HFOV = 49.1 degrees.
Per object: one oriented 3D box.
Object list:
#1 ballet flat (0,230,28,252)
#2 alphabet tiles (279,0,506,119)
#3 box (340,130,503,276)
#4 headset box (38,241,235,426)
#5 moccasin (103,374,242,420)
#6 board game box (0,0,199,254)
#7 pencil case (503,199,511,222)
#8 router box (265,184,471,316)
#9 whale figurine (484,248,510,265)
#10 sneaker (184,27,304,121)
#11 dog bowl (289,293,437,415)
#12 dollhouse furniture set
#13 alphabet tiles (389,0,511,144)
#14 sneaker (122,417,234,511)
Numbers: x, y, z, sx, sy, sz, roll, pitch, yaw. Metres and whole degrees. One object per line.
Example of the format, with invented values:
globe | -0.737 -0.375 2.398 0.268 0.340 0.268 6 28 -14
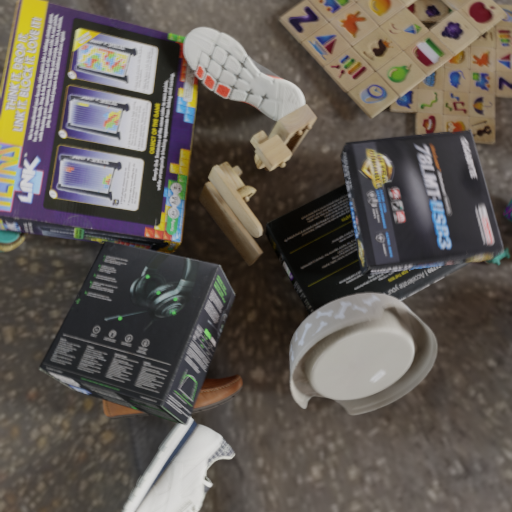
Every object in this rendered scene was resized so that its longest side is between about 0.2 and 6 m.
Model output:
ballet flat | -3.955 -1.308 9.316 0.918 0.918 2.597 8 76 2
alphabet tiles | 2.076 -4.844 10.363 3.233 0.146 3.867 -38 78 -6
box | 2.490 -0.838 8.615 2.064 0.517 2.080 -6 74 -2
headset box | -1.625 1.008 8.247 1.999 1.065 2.296 10 63 19
moccasin | -1.300 2.005 8.685 2.155 0.788 0.832 -6 86 8
board game box | -2.516 -1.993 8.975 2.928 1.004 3.542 9 77 -16
pencil case | 4.808 -0.515 9.242 1.396 0.645 0.594 37 82 8
router box | 1.845 -0.192 9.127 2.801 0.715 2.089 -27 79 -6
whale figurine | 4.017 -0.030 9.342 0.461 0.239 0.367 -5 78 -1
sneaker | -0.246 -2.993 9.457 2.227 0.912 0.858 31 106 -19
dog bowl | 1.478 1.437 8.173 2.185 2.185 0.641 -14 42 -3
dollhouse furniture set | 0.322 -1.089 9.010 1.761 1.675 1.435 -35 85 -22
alphabet tiles | 3.610 -3.376 10.140 2.326 0.105 2.783 5 78 1
sneaker | -1.348 3.639 8.259 0.989 0.938 2.456 35 81 -2
